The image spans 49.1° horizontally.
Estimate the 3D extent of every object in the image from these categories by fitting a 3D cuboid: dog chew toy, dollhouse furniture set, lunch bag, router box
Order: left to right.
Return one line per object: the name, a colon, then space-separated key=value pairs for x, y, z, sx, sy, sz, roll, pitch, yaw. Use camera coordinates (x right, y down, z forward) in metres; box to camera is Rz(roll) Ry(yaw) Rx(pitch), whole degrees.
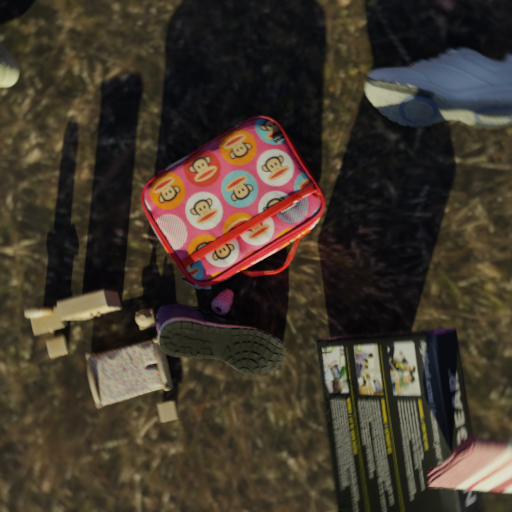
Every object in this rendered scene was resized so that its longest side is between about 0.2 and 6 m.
dollhouse furniture set: x=-2.393 y=1.698 z=8.568 sx=1.867 sy=1.069 sz=2.190 roll=-15 pitch=83 yaw=-1
dog chew toy: x=-0.498 y=0.695 z=8.695 sx=0.292 sy=0.292 sz=0.469 roll=30 pitch=42 yaw=3
lunch bag: x=-0.279 y=-0.689 z=8.897 sx=2.589 sy=1.061 sz=2.281 roll=-31 pitch=87 yaw=-1
router box: x=1.988 y=2.510 z=8.050 sx=0.706 sy=2.064 sz=2.767 roll=0 pitch=81 yaw=-44

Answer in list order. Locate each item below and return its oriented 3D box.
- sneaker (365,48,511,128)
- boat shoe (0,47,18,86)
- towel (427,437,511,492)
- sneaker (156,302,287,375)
sneaker: x=3.107 y=-2.823 z=9.270 sx=2.688 sy=1.001 sz=1.171 roll=3 pitch=72 yaw=-7
boat shoe: x=-5.067 y=-3.620 z=9.255 sx=2.928 sy=0.908 sz=1.054 roll=45 pitch=108 yaw=21
towel: x=3.155 y=2.434 z=6.460 sx=1.990 sy=1.433 sz=0.226 roll=5 pitch=54 yaw=-4
sneaker: x=-0.517 y=1.165 z=8.780 sx=2.122 sy=0.929 sz=0.803 roll=19 pitch=110 yaw=-22
